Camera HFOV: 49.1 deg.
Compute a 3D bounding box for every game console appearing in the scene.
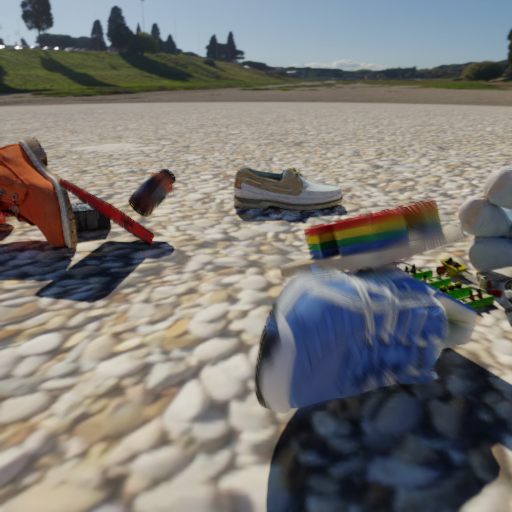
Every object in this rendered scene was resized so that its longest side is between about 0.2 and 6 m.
[{"bbox_3d":[-2.620,-0.748,9.950,1.378,0.242,1.558,26,-8,28],"label":"game console"}]

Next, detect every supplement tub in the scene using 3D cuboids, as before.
[{"bbox_3d":[-2.011,-1.272,11.021,0.538,0.538,1.006,14,54,35],"label":"supplement tub"}]

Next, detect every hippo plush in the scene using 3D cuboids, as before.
[{"bbox_3d":[4.540,-0.627,8.798,2.268,1.806,1.823,15,25,37],"label":"hippo plush"}]

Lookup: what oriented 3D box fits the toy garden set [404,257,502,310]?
[{"bbox_3d":[2.934,0.352,8.282,1.167,0.279,1.399,-10,21,-27],"label":"toy garden set"}]

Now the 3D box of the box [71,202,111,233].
[{"bbox_3d":[-3.396,-0.800,11.353,0.744,0.469,0.757,-7,20,-25],"label":"box"}]

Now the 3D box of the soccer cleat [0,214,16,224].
[{"bbox_3d":[-6.196,-1.240,11.929,2.947,1.005,1.078,20,32,40],"label":"soccer cleat"}]

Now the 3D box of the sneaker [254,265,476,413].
[{"bbox_3d":[1.181,0.742,5.591,1.219,1.198,3.164,18,22,36],"label":"sneaker"}]

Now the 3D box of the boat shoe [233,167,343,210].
[{"bbox_3d":[0.749,-1.589,12.977,2.565,0.877,0.959,0,19,-1],"label":"boat shoe"}]

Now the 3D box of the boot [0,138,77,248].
[{"bbox_3d":[-4.407,-1.015,10.428,1.653,1.157,3.083,-21,48,-29],"label":"boot"}]

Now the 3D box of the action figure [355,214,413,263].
[{"bbox_3d":[1.829,-0.110,9.368,1.298,0.869,0.966,-13,54,-27],"label":"action figure"}]

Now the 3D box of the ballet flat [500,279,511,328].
[{"bbox_3d":[3.406,0.673,7.007,0.551,0.551,1.508,3,19,8],"label":"ballet flat"}]

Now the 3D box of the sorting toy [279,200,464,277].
[{"bbox_3d":[1.395,-0.249,7.137,1.695,0.590,1.684,-15,3,-36],"label":"sorting toy"}]
